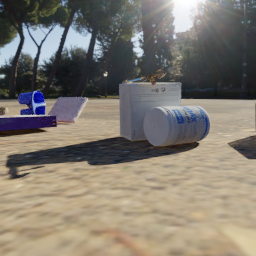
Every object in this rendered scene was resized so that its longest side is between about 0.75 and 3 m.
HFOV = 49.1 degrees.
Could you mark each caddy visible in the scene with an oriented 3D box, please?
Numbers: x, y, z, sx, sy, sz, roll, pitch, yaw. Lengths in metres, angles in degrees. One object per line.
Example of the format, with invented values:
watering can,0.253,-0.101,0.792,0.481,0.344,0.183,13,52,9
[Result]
caddy,-4.445,-1.073,13.384,0.990,1.333,1.886,-6,8,1

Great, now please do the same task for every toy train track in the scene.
toy train track,0.437,-1.306,7.678,0.952,0.270,1.659,-37,22,-30

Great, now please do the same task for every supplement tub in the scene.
supplement tub,1.238,-0.070,6.984,1.466,0.967,0.967,-5,9,-35

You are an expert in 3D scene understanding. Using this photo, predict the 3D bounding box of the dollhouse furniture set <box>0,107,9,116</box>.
dollhouse furniture set,-5.071,-1.039,8.701,1.974,2.604,2.971,2,34,20

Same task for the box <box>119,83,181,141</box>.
box,0.607,-0.508,7.954,1.541,1.550,1.013,-4,9,-20

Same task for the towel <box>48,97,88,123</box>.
towel,-2.669,-0.794,12.238,1.494,0.252,1.564,2,45,19

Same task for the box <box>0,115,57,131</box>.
box,-3.694,-0.185,9.177,2.236,0.437,1.530,-5,6,-44
